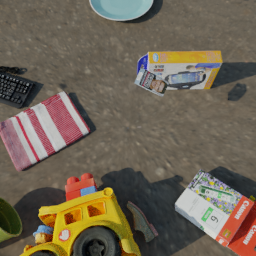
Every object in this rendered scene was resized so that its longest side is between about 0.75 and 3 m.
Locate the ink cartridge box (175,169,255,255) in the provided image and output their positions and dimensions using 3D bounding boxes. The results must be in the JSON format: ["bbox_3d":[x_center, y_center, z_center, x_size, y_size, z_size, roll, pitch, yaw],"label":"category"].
[{"bbox_3d":[2.628,2.337,7.505,2.436,0.613,1.327,32,69,27],"label":"ink cartridge box"}]

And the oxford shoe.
[{"bbox_3d":[0.305,2.577,7.749,0.444,0.425,1.202,-37,70,-13],"label":"oxford shoe"}]

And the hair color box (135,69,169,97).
[{"bbox_3d":[0.617,-1.162,7.198,0.832,0.252,0.412,21,95,-33],"label":"hair color box"}]

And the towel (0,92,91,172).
[{"bbox_3d":[-2.721,0.023,9.001,2.527,0.287,1.820,-29,69,-13],"label":"towel"}]

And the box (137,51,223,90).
[{"bbox_3d":[1.591,-1.842,9.172,2.562,1.525,0.531,-3,66,-1],"label":"box"}]

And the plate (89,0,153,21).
[{"bbox_3d":[-0.262,-5.237,11.396,2.598,0.332,2.598,0,65,1],"label":"plate"}]

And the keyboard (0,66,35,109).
[{"bbox_3d":[-4.483,-1.654,9.765,2.431,0.312,1.460,18,67,7],"label":"keyboard"}]

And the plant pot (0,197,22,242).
[{"bbox_3d":[-3.715,2.657,7.384,1.212,1.276,1.276,-36,70,-2],"label":"plant pot"}]

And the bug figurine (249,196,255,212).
[{"bbox_3d":[4.177,2.456,7.790,1.362,0.452,1.756,-39,67,-23],"label":"bug figurine"}]

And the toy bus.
[{"bbox_3d":[-1.385,2.624,7.032,2.933,1.990,2.816,-18,53,-5],"label":"toy bus"}]
